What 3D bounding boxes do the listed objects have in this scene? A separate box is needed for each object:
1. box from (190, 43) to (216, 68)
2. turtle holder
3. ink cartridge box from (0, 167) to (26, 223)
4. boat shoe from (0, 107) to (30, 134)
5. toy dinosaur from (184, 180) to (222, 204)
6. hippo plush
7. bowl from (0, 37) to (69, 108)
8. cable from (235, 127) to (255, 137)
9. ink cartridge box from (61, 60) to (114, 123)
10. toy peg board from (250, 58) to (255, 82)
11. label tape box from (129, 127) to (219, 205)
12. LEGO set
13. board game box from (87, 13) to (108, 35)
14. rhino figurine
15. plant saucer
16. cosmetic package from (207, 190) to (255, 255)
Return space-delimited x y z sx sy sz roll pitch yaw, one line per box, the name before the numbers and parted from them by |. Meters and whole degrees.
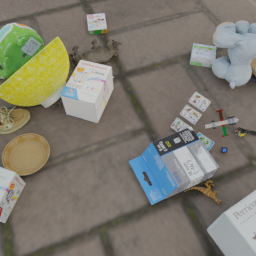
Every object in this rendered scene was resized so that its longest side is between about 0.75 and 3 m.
box | 3.045 -2.939 11.331 0.939 0.454 0.829 9 59 6
turtle holder | -4.311 -2.909 10.775 1.603 2.258 1.715 45 36 23
ink cartridge box | -3.778 1.879 8.072 0.937 0.941 1.296 14 59 9
boat shoe | -4.454 -0.197 9.509 2.171 0.681 0.796 -22 61 -13
toy dinosaur | 2.351 1.880 8.438 1.136 0.343 0.604 26 63 15
hippo plush | 4.207 -2.633 10.306 2.463 1.980 1.962 31 51 31
bowl | -2.984 -1.624 9.693 1.538 2.858 2.858 50 62 -22
cable | 4.066 0.153 9.657 0.764 0.192 0.371 4 40 -12
ink cartridge box | -1.342 -1.399 9.936 1.237 1.205 1.924 15 60 9
toy peg board | 5.289 -2.665 11.050 1.915 0.937 1.907 -28 78 -15
label tape box | 1.372 1.108 8.577 2.222 0.703 1.602 -21 62 -17
LEGO set | 2.696 -0.059 9.474 2.008 0.493 1.500 36 97 16
board game box | -1.391 -4.671 12.535 0.846 0.223 1.105 -7 59 -4
rhino figurine | -1.223 -3.000 11.249 2.272 0.679 0.993 -24 64 -17
plant saucer | -3.267 0.880 9.090 1.507 0.267 1.507 0 58 0
cosmetic package | 3.533 2.817 6.970 1.845 1.834 2.205 -28 61 -16
